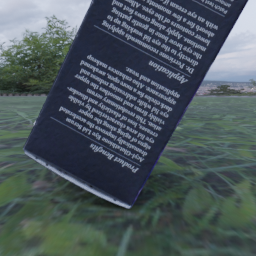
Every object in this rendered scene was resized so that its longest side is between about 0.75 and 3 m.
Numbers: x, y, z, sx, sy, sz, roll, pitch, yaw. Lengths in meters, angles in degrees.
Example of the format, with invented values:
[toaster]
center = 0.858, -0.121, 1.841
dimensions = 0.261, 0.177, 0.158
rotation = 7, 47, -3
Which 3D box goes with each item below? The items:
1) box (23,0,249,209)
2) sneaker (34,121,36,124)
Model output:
[box]
center = 0.111, -0.641, 3.527
dimensions = 1.317, 2.525, 1.868
rotation = 28, 12, 1
[sneaker]
center = -1.667, -0.028, 6.966
dimensions = 1.518, 0.570, 0.615
rotation = -4, 36, 10
